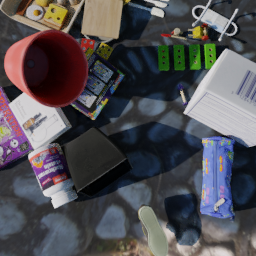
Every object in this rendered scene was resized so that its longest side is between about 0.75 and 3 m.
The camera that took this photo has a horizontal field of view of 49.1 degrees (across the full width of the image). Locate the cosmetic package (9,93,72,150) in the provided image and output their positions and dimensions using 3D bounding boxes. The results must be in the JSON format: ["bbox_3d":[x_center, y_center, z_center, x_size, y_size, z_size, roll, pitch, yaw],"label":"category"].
[{"bbox_3d":[-3.140,-0.439,9.982,1.484,0.509,1.968,-35,81,10],"label":"cosmetic package"}]

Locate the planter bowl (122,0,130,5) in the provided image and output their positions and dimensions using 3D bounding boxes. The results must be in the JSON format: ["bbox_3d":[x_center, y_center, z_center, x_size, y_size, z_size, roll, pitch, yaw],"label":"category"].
[{"bbox_3d":[-0.297,-5.185,11.076,0.968,0.403,0.968,0,79,0],"label":"planter bowl"}]

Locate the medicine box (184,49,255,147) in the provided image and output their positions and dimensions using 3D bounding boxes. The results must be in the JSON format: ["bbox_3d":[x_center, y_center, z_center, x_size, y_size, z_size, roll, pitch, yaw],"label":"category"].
[{"bbox_3d":[3.535,-0.768,9.020,2.631,2.889,1.487,29,81,5],"label":"medicine box"}]

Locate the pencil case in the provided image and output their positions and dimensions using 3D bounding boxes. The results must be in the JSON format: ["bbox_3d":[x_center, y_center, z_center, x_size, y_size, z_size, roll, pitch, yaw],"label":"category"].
[{"bbox_3d":[3.027,1.653,9.459,1.095,1.219,2.807,1,79,18],"label":"pencil case"}]

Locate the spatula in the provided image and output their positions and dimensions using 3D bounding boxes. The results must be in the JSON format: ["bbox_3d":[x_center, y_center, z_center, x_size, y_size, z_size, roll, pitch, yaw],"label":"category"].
[{"bbox_3d":[0.849,-5.123,11.229,1.533,0.123,1.066,19,86,4],"label":"spatula"}]

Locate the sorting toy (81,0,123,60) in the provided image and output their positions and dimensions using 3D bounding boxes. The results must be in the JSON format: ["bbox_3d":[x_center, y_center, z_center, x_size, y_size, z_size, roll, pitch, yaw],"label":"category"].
[{"bbox_3d":[-0.973,-4.055,10.668,1.393,0.489,2.890,8,93,1],"label":"sorting toy"}]

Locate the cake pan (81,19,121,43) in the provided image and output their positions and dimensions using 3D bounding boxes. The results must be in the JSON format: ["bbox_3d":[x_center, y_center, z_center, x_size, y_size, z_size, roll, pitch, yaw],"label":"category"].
[{"bbox_3d":[-1.050,-3.964,10.916,1.523,0.279,1.523,0,79,0],"label":"cake pan"}]

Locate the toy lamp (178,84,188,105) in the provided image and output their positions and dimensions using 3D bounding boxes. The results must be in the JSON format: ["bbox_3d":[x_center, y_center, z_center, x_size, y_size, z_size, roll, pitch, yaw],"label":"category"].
[{"bbox_3d":[2.045,-1.259,10.471,0.235,0.235,0.807,-16,80,-3],"label":"toy lamp"}]

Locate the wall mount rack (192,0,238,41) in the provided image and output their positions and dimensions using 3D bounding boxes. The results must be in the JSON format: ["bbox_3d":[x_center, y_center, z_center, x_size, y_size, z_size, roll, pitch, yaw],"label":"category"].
[{"bbox_3d":[3.274,-4.073,10.686,1.929,0.719,1.676,31,77,6],"label":"wall mount rack"}]

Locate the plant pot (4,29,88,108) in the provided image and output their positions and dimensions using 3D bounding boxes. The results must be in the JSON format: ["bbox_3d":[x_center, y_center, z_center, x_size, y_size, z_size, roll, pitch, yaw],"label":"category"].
[{"bbox_3d":[-2.647,-1.871,8.613,1.953,2.208,2.208,19,78,43],"label":"plant pot"}]

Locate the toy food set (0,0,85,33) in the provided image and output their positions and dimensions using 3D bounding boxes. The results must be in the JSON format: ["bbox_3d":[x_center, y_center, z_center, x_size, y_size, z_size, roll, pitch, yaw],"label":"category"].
[{"bbox_3d":[-3.198,-4.874,10.788,2.809,0.849,2.016,23,81,4],"label":"toy food set"}]

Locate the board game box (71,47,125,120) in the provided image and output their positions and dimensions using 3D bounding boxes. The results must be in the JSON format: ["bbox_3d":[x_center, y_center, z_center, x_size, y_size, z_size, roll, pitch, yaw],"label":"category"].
[{"bbox_3d":[-1.349,-1.569,10.059,1.658,0.569,2.006,37,80,-16],"label":"board game box"}]

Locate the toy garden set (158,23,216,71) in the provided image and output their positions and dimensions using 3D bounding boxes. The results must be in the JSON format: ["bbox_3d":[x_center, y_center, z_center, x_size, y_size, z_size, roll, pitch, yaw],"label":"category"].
[{"bbox_3d":[2.206,-3.050,10.714,2.130,0.425,1.775,-1,82,0],"label":"toy garden set"}]

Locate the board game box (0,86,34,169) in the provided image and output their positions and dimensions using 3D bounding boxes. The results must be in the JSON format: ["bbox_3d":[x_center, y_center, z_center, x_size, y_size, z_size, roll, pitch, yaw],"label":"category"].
[{"bbox_3d":[-4.772,-0.005,10.183,1.666,0.448,2.775,-30,81,-9],"label":"board game box"}]

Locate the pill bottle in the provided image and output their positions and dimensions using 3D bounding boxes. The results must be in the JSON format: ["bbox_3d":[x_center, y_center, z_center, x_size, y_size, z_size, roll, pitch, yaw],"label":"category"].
[{"bbox_3d":[-2.488,1.624,9.513,1.113,1.113,1.997,-26,81,-4],"label":"pill bottle"}]

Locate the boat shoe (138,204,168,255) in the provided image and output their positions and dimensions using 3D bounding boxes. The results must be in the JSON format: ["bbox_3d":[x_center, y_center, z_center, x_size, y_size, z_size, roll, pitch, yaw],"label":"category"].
[{"bbox_3d":[0.823,3.337,9.142,0.631,0.533,1.771,-20,90,-7],"label":"boat shoe"}]

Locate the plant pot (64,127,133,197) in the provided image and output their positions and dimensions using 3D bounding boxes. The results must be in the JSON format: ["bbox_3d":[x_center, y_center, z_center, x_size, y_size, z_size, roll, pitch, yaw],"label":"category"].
[{"bbox_3d":[-1.070,1.054,9.365,1.818,1.814,1.613,-33,71,-5],"label":"plant pot"}]
